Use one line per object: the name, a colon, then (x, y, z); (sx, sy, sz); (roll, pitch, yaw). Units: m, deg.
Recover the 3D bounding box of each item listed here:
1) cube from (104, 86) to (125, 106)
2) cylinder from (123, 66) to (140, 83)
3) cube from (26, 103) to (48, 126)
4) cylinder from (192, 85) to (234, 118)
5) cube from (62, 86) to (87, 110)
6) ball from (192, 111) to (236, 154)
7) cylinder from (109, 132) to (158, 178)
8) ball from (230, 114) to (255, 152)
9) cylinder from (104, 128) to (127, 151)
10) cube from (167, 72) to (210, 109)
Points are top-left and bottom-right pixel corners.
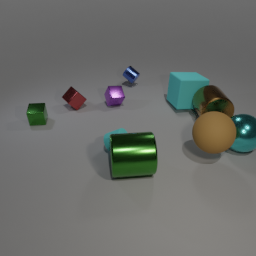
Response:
cube: (-0.643, -1.536, 13.367); (0.700, 0.700, 0.700); (-6, 64, -26)
cylinder: (0.180, -2.924, 15.362); (0.700, 0.700, 0.700); (41, 41, 5)
cube: (-3.895, -0.594, 12.041); (0.700, 0.700, 0.700); (-3, 42, -5)
cylinder: (3.630, -0.946, 12.039); (1.400, 1.400, 1.400); (-2, 31, -3)
cube: (-2.526, -1.395, 13.166); (0.700, 0.700, 0.700); (-50, 50, -1)
ball: (2.845, 0.151, 9.298); (1.400, 1.400, 1.400); (0, 31, 0)
cylinder: (0.138, 0.852, 9.067); (1.400, 1.400, 1.400); (-3, 31, -6)
ball: (4.161, 0.182, 10.172); (1.400, 1.400, 1.400); (0, 31, 0)
cylinder: (-0.405, 0.431, 10.122); (0.700, 0.700, 0.700); (-20, 22, 28)
cube: (2.782, -1.782, 13.213); (1.400, 1.400, 1.400); (-2, 26, -14)
